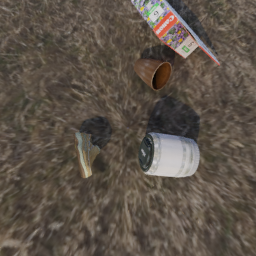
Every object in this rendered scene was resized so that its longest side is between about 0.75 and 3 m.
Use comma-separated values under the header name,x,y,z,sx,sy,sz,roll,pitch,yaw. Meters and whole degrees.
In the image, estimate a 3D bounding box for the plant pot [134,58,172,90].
name,x,y,z,sx,sy,sz,roll,pitch,yaw
plant pot,0.623,-1.615,7.887,0.828,0.828,0.886,-42,55,-20

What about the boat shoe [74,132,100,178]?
name,x,y,z,sx,sy,sz,roll,pitch,yaw
boat shoe,-0.945,0.562,6.681,0.574,0.541,1.508,-6,38,-13

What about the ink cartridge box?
name,x,y,z,sx,sy,sz,roll,pitch,yaw
ink cartridge box,1.314,-2.855,8.167,0.751,1.626,2.984,-41,61,24

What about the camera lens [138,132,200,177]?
name,x,y,z,sx,sy,sz,roll,pitch,yaw
camera lens,0.905,0.634,6.483,1.200,0.960,0.960,8,59,-18
